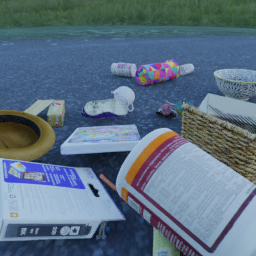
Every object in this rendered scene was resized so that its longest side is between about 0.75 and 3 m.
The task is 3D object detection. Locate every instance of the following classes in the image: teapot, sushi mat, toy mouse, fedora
[{"bbox_3d":[-0.182,-1.178,11.328,0.907,0.896,0.663,15,48,11],"label":"teapot"},{"bbox_3d":[-3.703,-0.547,10.536,0.967,0.122,2.021,1,34,28],"label":"sushi mat"},{"bbox_3d":[1.731,-0.694,10.182,1.706,0.330,1.516,-4,-10,31],"label":"toy mouse"},{"bbox_3d":[-3.248,0.425,7.761,2.496,1.018,2.496,12,29,-6],"label":"fedora"}]

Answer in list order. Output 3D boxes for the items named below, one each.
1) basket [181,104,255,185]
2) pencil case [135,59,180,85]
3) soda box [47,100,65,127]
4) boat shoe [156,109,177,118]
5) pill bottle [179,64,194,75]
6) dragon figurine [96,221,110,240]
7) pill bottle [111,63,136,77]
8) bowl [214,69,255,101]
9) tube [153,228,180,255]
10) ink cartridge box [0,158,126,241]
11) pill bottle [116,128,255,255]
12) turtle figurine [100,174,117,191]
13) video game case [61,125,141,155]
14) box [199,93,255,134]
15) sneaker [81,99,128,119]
[{"bbox_3d":[2.677,0.313,7.421,1.663,1.735,2.329,-15,28,-28],"label":"basket"},{"bbox_3d":[1.663,-3.063,15.367,2.630,1.162,1.162,-20,32,-37],"label":"pencil case"},{"bbox_3d":[-2.749,-0.584,10.790,0.526,0.497,1.553,-3,25,-7],"label":"soda box"},{"bbox_3d":[1.489,-0.544,10.931,0.939,0.338,0.304,18,37,42],"label":"boat shoe"},{"bbox_3d":[3.547,-3.585,17.087,0.592,0.592,1.044,22,32,38],"label":"pill bottle"},{"bbox_3d":[-0.484,1.966,5.657,0.229,0.388,0.780,2,6,7],"label":"dragon figurine"},{"bbox_3d":[-0.266,-3.455,16.592,1.370,0.777,0.777,9,27,20],"label":"pill bottle"},{"bbox_3d":[5.115,-1.916,12.910,2.361,1.108,2.361,-1,25,0],"label":"bowl"},{"bbox_3d":[0.731,2.105,5.217,0.450,0.503,1.733,-33,14,20],"label":"tube"},{"bbox_3d":[-1.538,1.444,5.965,2.306,0.500,2.284,10,15,-29],"label":"ink cartridge box"},{"bbox_3d":[1.336,1.385,4.744,2.950,1.616,1.616,36,40,27],"label":"pill bottle"},{"bbox_3d":[0.778,1.031,6.817,2.591,0.835,2.090,7,19,30],"label":"turtle figurine"},{"bbox_3d":[-0.694,0.271,8.281,2.028,0.255,2.832,-3,9,-1],"label":"video game case"},{"bbox_3d":[3.495,-0.305,8.880,2.377,0.977,0.813,11,63,0],"label":"box"},{"bbox_3d":[-0.932,-0.684,10.588,1.843,0.641,0.917,-1,-12,-32],"label":"sneaker"}]
